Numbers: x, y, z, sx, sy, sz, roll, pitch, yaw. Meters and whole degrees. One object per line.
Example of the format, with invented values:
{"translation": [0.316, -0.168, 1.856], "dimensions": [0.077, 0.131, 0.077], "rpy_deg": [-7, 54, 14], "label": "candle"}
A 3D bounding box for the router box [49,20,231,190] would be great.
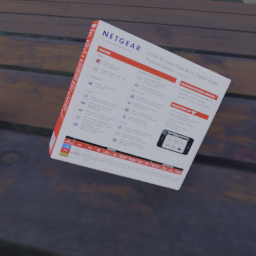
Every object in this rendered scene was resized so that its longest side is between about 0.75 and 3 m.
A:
{"translation": [0.249, -0.311, 5.768], "dimensions": [2.961, 2.658, 0.723], "rpy_deg": [19, 12, -21], "label": "router box"}

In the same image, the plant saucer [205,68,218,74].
{"translation": [1.668, -1.432, 9.499], "dimensions": [2.896, 0.513, 2.896], "rpy_deg": [-3, 31, 2], "label": "plant saucer"}
